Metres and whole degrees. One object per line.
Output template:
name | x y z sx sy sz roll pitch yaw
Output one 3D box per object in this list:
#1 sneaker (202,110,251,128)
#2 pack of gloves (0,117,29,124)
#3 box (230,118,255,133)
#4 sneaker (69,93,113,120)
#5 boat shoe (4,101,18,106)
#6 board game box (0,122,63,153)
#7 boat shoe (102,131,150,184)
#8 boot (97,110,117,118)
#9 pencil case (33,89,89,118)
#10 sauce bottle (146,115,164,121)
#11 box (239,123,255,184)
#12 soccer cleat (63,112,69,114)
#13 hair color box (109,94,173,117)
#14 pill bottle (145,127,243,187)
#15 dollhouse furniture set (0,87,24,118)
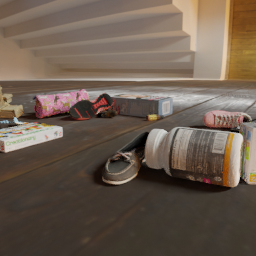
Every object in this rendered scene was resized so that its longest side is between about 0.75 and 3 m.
sneaker | 3.931 -0.338 10.987 1.834 0.690 0.959 3 2 -8
pack of gloves | -4.713 -0.310 11.150 1.147 0.269 1.365 2 1 -34
box | 3.945 0.388 7.581 1.691 0.889 2.065 11 17 40
sneaker | -1.845 -0.841 13.593 2.561 0.944 1.111 -26 -7 -44
boat shoe | -6.531 -1.117 14.816 0.602 0.588 1.591 7 15 27
board game box | -3.486 0.250 9.295 1.417 0.388 2.244 9 16 32
boat shoe | 0.043 0.647 6.920 0.806 0.687 2.411 6 14 23
boot | -1.008 -0.615 13.300 1.036 0.387 0.502 -1 19 42
pencil case | -3.221 -1.233 13.784 2.693 1.115 1.165 -15 55 -33
sauce bottle | 1.240 -0.478 12.808 0.821 0.271 0.271 -2 13 -21
box | 2.858 0.540 6.173 0.625 1.233 0.694 0 11 0
soccer cleat | -3.532 -1.260 14.560 2.339 0.979 0.756 -7 15 -29
hair color box | 0.610 -1.168 14.319 2.997 0.909 1.484 8 16 34
pill bottle | 1.451 0.577 6.213 1.973 1.148 1.148 6 14 27
dollhouse furniture set | -6.395 -1.764 14.158 2.888 1.606 2.554 2 26 12
